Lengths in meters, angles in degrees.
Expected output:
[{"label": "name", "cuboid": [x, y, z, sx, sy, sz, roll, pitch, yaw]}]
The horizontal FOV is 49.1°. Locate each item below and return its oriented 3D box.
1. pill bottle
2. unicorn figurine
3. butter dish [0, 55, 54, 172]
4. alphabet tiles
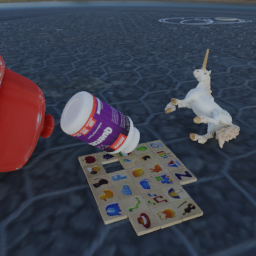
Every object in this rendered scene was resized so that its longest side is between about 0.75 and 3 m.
[{"label": "pill bottle", "cuboid": [-0.536, -0.033, 5.991, 1.644, 0.925, 0.925, 29, 10, -35]}, {"label": "unicorn figurine", "cuboid": [2.015, -0.675, 7.668, 1.839, 0.989, 2.678, -19, 72, -30]}, {"label": "butter dish", "cuboid": [-2.568, -0.203, 6.154, 1.928, 2.601, 2.609, 15, 12, -38]}, {"label": "alphabet tiles", "cuboid": [0.289, 1.057, 5.724, 2.098, 0.095, 2.510, -10, 30, -19]}]
